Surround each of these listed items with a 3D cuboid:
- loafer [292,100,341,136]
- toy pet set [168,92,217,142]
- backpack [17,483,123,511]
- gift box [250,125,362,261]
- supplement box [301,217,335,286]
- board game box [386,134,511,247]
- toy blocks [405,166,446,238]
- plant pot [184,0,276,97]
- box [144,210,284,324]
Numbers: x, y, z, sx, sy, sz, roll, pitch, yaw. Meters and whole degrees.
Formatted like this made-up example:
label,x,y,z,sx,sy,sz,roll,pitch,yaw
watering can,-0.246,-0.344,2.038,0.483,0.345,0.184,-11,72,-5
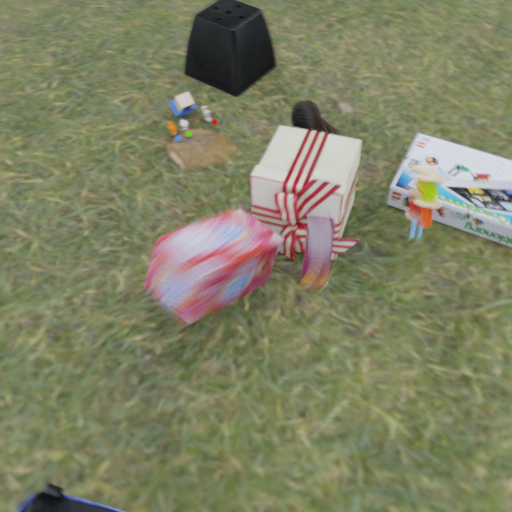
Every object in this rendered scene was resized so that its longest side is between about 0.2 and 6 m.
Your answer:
label,x,y,z,sx,sy,sz,roll,pitch,yaw
loafer,1.416,-2.590,12.166,0.764,2.142,0.782,-37,49,-6
toy pet set,-1.763,-3.469,14.081,1.179,0.626,1.101,-28,90,-17
backpack,-2.247,4.362,6.733,2.111,1.695,2.307,14,43,7
gift box,1.113,-1.225,11.141,2.209,2.038,2.062,11,50,18
supplement box,0.817,-0.072,7.407,0.353,0.824,0.455,6,13,5
board game box,4.797,-1.424,12.235,3.342,0.578,2.109,22,54,17
toy blocks,3.171,-0.906,10.647,0.509,1.401,1.168,4,23,4
plant pot,-0.705,-5.755,15.076,1.920,1.708,1.925,30,56,22
box,-0.690,0.115,9.904,1.144,1.095,2.294,37,34,21
